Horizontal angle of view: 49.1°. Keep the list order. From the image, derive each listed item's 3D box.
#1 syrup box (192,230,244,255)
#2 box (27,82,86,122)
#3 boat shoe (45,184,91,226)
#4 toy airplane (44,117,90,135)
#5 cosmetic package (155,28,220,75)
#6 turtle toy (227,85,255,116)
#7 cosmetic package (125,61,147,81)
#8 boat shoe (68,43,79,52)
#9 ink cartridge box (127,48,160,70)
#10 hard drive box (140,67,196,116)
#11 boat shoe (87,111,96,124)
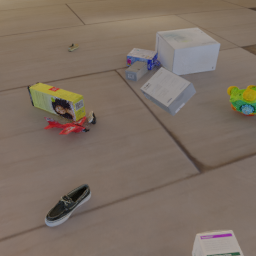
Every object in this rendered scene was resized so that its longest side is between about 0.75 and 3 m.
[{"bbox_3d":[2.166,3.479,5.983,0.950,0.919,2.333,-3,38,-4],"label":"syrup box"},{"bbox_3d":[-2.989,-1.131,11.630,2.621,0.986,0.657,18,40,30],"label":"box"},{"bbox_3d":[-1.728,2.116,8.005,0.563,0.554,1.563,27,46,30],"label":"boat shoe"},{"bbox_3d":[-2.404,-0.067,10.865,1.933,0.355,1.933,6,23,-3],"label":"toy airplane"},{"bbox_3d":[3.110,-4.186,15.156,2.546,1.570,2.554,-11,41,-13],"label":"cosmetic package"},{"bbox_3d":[5.282,-1.101,11.535,2.330,1.178,1.698,-3,15,-8],"label":"turtle toy"},{"bbox_3d":[0.448,-2.933,14.389,0.680,0.574,1.272,15,43,23],"label":"cosmetic package"},{"bbox_3d":[-3.322,-5.018,17.165,0.340,0.361,0.948,15,41,18],"label":"boat shoe"},{"bbox_3d":[0.912,-3.775,15.354,1.715,0.655,1.170,13,40,18],"label":"ink cartridge box"},{"bbox_3d":[1.395,-1.326,9.925,1.201,0.592,1.540,-45,48,-3],"label":"hard drive box"},{"bbox_3d":[-1.449,-0.419,11.429,0.278,0.341,0.922,35,11,-23],"label":"boat shoe"}]
